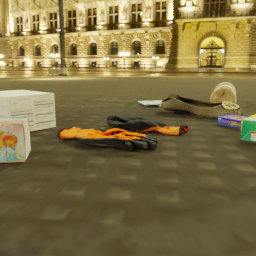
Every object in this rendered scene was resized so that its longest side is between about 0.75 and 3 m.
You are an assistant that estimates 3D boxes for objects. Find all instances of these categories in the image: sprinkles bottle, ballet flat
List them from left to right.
[{"bbox_3d":[2.275,-0.738,8.999,2.784,0.645,0.938,11,16,41],"label":"ballet flat"},{"bbox_3d":[3.669,-1.224,10.671,0.878,0.878,2.574,4,13,19],"label":"sprinkles bottle"}]

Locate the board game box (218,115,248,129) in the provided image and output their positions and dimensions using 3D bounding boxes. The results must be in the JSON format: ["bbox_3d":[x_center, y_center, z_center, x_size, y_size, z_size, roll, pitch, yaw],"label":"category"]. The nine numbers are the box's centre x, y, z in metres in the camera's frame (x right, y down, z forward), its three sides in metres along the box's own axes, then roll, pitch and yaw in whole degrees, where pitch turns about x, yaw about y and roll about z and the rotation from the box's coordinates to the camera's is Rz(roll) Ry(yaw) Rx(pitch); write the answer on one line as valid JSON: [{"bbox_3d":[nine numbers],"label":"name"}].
[{"bbox_3d":[2.956,-0.162,7.407,0.628,0.209,0.933,-9,15,-34],"label":"board game box"}]

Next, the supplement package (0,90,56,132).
[{"bbox_3d":[-2.849,-0.470,7.201,1.618,0.897,1.260,12,17,40],"label":"supplement package"}]

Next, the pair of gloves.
[{"bbox_3d":[-0.025,0.019,6.396,2.227,0.309,2.499,7,14,31],"label":"pair of gloves"}]

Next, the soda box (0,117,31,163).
[{"bbox_3d":[-2.754,0.214,4.637,2.098,0.667,0.718,-2,12,-11],"label":"soda box"}]

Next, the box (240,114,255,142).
[{"bbox_3d":[3.552,-0.069,6.343,1.248,0.514,2.127,11,19,42],"label":"box"}]

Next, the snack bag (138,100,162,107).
[{"bbox_3d":[1.143,-0.996,11.379,1.289,0.138,1.216,-2,12,-11],"label":"snack bag"}]
